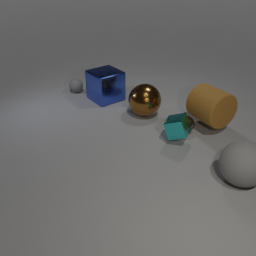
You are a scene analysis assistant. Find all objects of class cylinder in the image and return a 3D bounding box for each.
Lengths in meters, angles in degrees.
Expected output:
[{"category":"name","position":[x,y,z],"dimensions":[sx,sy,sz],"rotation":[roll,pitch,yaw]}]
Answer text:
[{"category":"cylinder","position":[3.223,-0.866,10.851],"dimensions":[1.400,1.400,1.400],"rotation":[-16,33,-25]}]

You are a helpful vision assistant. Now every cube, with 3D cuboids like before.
[{"category":"cube","position":[-1.065,-2.034,13.301],"dimensions":[1.400,1.400,1.400],"rotation":[-21,37,-31]},{"category":"cube","position":[1.785,-0.056,10.087],"dimensions":[0.700,0.700,0.700],"rotation":[-9,24,32]}]

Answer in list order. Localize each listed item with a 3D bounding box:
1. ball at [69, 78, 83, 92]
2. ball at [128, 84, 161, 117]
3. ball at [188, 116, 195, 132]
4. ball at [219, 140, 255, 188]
[{"category":"ball","position":[-2.622,-2.152,14.143],"dimensions":[0.700,0.700,0.700],"rotation":[0,31,0]},{"category":"ball","position":[0.716,-1.182,11.912],"dimensions":[1.400,1.400,1.400],"rotation":[0,31,0]},{"category":"ball","position":[2.231,-0.140,10.878],"dimensions":[0.700,0.700,0.700],"rotation":[0,31,0]},{"category":"ball","position":[3.420,1.045,8.277],"dimensions":[1.400,1.400,1.400],"rotation":[0,31,0]}]
